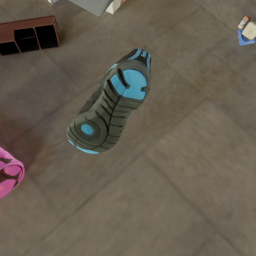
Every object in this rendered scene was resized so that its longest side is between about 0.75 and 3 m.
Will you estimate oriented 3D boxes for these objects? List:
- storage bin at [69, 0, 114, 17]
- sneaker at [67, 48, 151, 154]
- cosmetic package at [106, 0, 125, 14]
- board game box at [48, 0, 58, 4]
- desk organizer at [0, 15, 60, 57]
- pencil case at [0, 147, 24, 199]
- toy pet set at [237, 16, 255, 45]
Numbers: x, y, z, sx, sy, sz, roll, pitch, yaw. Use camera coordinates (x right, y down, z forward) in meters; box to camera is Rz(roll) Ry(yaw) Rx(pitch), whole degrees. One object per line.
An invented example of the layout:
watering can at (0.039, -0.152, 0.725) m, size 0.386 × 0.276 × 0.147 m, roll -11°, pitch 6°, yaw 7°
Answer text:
storage bin at (-0.906, -3.810, 7.085) m, size 1.463 × 1.586 × 2.179 m, roll 32°, pitch 49°, yaw -10°
sneaker at (-0.320, -0.407, 5.418) m, size 0.937 × 2.560 × 1.048 m, roll 34°, pitch 41°, yaw -14°
cosmetic package at (-0.322, -5.765, 10.097) m, size 1.543 × 1.302 × 2.984 m, roll 32°, pitch 69°, yaw 13°
board game box at (-2.843, -5.237, 10.448) m, size 0.833 × 0.212 × 1.239 m, roll -35°, pitch 70°, yaw -15°
desk organizer at (-3.293, -2.994, 9.145) m, size 2.016 × 0.723 × 0.776 m, roll -11°, pitch 68°, yaw -5°
pencil case at (-4.218, 0.730, 7.106) m, size 2.996 × 1.359 × 1.403 m, roll 27°, pitch 42°, yaw 12°
toy pet set at (4.190, -3.080, 9.369) m, size 1.304 × 0.692 × 1.217 m, roll 40°, pitch 37°, yaw 13°
